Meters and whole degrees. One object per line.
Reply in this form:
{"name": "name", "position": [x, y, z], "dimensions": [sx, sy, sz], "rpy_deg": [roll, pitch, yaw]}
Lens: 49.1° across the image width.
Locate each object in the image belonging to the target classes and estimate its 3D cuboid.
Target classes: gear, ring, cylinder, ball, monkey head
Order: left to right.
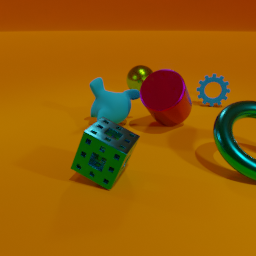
{"name": "monkey head", "position": [-0.504, -0.739, 7.772], "dimensions": [1.064, 1.270, 1.765], "rpy_deg": [16, 45, 41]}
{"name": "ball", "position": [0.506, -1.915, 11.137], "dimensions": [1.154, 1.154, 1.154], "rpy_deg": [0, 21, 0]}
{"name": "cylinder", "position": [1.044, -0.785, 7.548], "dimensions": [1.186, 1.186, 1.186], "rpy_deg": [10, -15, 24]}
{"name": "gear", "position": [2.918, -1.300, 9.616], "dimensions": [1.084, 1.084, 0.201], "rpy_deg": [5, 13, 13]}
{"name": "ring", "position": [2.616, 0.216, 5.536], "dimensions": [1.882, 0.376, 1.882], "rpy_deg": [3, 55, -5]}

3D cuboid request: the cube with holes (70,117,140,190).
{"name": "cube with holes", "position": [-0.402, 0.441, 5.159], "dimensions": [0.824, 0.824, 0.824], "rpy_deg": [28, 26, 7]}
